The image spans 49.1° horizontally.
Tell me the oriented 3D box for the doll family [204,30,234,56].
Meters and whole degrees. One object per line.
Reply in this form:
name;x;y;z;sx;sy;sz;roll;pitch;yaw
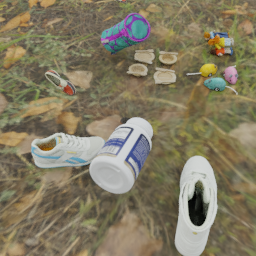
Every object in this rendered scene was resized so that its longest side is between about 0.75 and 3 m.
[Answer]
doll family;4.160;-4.150;13.024;1.164;0.845;1.876;-1;48;-1

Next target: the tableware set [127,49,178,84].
tableware set;1.130;-2.735;12.139;2.032;0.282;2.432;9;49;8

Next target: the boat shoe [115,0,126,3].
boat shoe;-0.453;-7.566;16.491;0.785;0.246;0.280;23;50;17

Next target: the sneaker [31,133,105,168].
sneaker;-1.815;0.633;8.700;2.283;0.922;0.873;-10;47;-10

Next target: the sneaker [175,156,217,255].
sneaker;1.901;1.590;7.319;1.097;1.721;2.979;8;47;10

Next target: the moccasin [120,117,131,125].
moccasin;0.204;-0.045;9.696;1.068;0.412;0.391;22;66;14

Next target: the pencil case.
pencil case;-0.186;-3.823;11.530;1.223;1.126;2.646;-24;14;-22

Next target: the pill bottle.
pill bottle;-0.052;0.624;7.510;1.163;1.163;2.094;17;41;15

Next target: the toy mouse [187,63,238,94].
toy mouse;3.863;-2.083;11.459;2.171;0.420;1.930;-19;51;-16

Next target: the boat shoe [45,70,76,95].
boat shoe;-1.992;-1.315;8.272;1.014;0.361;0.317;41;22;-8
